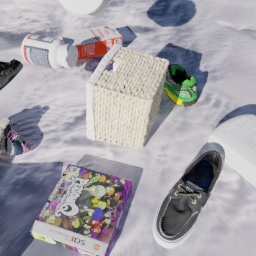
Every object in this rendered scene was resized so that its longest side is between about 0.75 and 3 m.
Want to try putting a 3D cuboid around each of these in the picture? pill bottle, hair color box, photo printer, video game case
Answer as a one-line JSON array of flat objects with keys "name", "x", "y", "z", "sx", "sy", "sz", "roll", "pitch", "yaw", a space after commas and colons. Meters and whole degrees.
[{"name": "pill bottle", "x": -2.915, "y": -2.829, "z": 10.553, "sx": 1.868, "sy": 1.117, "sz": 1.117, "roll": 15, "pitch": 47, "yaw": 15}, {"name": "pill bottle", "x": -1.118, "y": -3.940, "z": 7.641, "sx": 1.598, "sy": 1.598, "sz": 2.846, "roll": -1, "pitch": 31, "yaw": -1}, {"name": "hair color box", "x": -1.470, "y": -3.530, "z": 11.537, "sx": 2.214, "sy": 0.708, "sz": 1.228, "roll": -18, "pitch": 48, "yaw": -15}, {"name": "photo printer", "x": 3.344, "y": 0.500, "z": 7.565, "sx": 1.694, "sy": 0.707, "sz": 2.036, "roll": -27, "pitch": 51, "yaw": -23}, {"name": "video game case", "x": -1.003, "y": 1.845, "z": 6.506, "sx": 1.750, "sy": 0.346, "sz": 1.931, "roll": 14, "pitch": 47, "yaw": 13}]

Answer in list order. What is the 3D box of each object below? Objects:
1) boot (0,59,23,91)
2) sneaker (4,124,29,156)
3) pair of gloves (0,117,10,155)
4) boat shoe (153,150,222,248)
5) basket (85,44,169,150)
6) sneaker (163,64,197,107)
[{"name": "boot", "x": -3.455, "y": -1.666, "z": 6.786, "sx": 0.709, "sy": 1.483, "sz": 1.964, "roll": -33, "pitch": 26, "yaw": 18}, {"name": "sneaker", "x": -3.236, "y": 0.341, "z": 8.011, "sx": 0.549, "sy": 0.470, "sz": 1.339, "roll": 5, "pitch": 33, "yaw": -36}, {"name": "pair of gloves", "x": -4.619, "y": 0.525, "z": 7.505, "sx": 2.550, "sy": 0.447, "sz": 2.168, "roll": 4, "pitch": 53, "yaw": 11}, {"name": "boat shoe", "x": 1.475, "y": 1.491, "z": 6.470, "sx": 0.933, "sy": 0.884, "sz": 2.668, "roll": 31, "pitch": 53, "yaw": 27}, {"name": "basket", "x": -0.022, "y": -0.815, "z": 7.948, "sx": 1.717, "sy": 2.135, "sz": 2.116, "roll": 18, "pitch": 48, "yaw": 9}, {"name": "sneaker", "x": 1.456, "y": -1.859, "z": 9.620, "sx": 1.003, "sy": 1.095, "sz": 2.571, "roll": -29, "pitch": 52, "yaw": -25}]
